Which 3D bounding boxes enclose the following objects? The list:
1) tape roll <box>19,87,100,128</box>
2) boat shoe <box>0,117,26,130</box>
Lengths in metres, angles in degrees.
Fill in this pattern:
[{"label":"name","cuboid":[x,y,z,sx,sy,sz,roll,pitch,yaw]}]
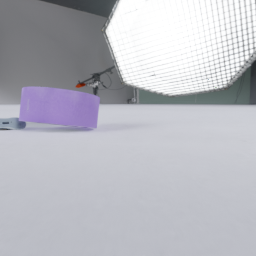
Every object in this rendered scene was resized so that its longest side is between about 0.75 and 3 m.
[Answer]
[{"label":"tape roll","cuboid":[-1.739,-0.483,7.229,1.965,0.835,1.965,5,0,0]},{"label":"boat shoe","cuboid":[-3.224,-0.107,7.412,0.431,0.336,0.949,-9,-9,43]}]
